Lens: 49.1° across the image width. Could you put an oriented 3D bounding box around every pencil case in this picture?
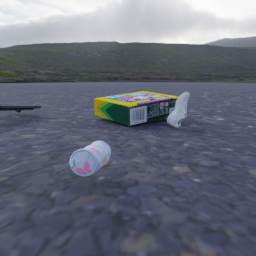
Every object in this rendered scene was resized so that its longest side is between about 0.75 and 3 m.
[{"bbox_3d":[-0.544,0.434,4.220,0.425,0.390,0.938,14,7,7],"label":"pencil case"}]

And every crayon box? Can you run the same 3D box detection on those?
[{"bbox_3d":[0.332,-0.773,10.062,2.392,0.697,2.064,-13,19,-36],"label":"crayon box"}]

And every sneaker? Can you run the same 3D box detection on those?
[{"bbox_3d":[1.633,-0.539,8.516,0.411,1.170,0.469,-5,36,-44],"label":"sneaker"}]

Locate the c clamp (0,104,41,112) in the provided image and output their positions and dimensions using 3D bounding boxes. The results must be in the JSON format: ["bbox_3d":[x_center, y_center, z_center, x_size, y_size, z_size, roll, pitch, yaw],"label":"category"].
[{"bbox_3d":[-4.666,-0.766,10.363,2.179,0.346,2.551,-4,1,42],"label":"c clamp"}]
